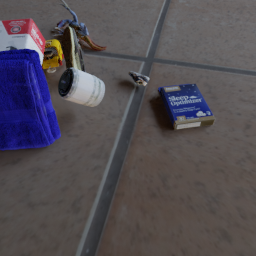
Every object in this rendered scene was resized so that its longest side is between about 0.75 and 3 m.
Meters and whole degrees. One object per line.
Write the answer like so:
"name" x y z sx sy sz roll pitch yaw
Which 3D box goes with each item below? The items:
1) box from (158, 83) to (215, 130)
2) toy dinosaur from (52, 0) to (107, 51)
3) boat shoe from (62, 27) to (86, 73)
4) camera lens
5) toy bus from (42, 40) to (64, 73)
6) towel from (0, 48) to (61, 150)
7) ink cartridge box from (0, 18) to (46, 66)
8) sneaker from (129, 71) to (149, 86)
"box" 1.834 -0.857 9.180 1.272 0.340 2.099 -8 46 -7
"toy dinosaur" -2.344 -4.112 12.083 1.323 2.519 2.286 -44 26 11
"boat shoe" -1.879 -2.566 9.941 0.630 1.945 0.712 -13 14 -39
"camera lens" -1.405 -1.201 8.357 1.177 0.941 0.941 15 34 -40
"toy bus" -2.911 -2.776 10.429 1.602 0.828 1.512 15 39 35
"towel" -3.007 -0.570 7.205 2.068 2.800 0.694 -8 40 -6
"ink cartridge box" -3.943 -1.926 8.865 2.017 1.171 2.796 -2 68 7
"sneaker" 0.321 -1.750 9.915 0.860 0.337 0.342 26 89 32
